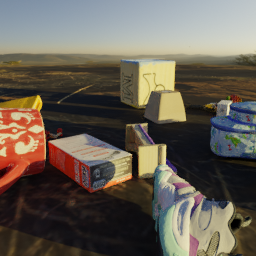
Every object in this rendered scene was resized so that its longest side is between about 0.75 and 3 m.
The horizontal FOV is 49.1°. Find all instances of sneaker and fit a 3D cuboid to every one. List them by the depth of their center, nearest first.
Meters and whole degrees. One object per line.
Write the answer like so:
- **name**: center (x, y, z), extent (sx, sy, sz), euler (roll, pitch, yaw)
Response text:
- **sneaker**: center (1.189, 1.350, 4.574), extent (1.540, 0.856, 2.202), euler (2, 26, 1)

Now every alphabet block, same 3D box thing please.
- **alphabet block**: center (0.970, -2.379, 14.597), extent (2.210, 2.262, 2.221), euler (-6, 18, -23)

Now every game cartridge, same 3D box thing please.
- **game cartridge**: center (-4.068, -0.129, 8.476), extent (2.549, 0.414, 2.247), euler (-12, 32, 4)

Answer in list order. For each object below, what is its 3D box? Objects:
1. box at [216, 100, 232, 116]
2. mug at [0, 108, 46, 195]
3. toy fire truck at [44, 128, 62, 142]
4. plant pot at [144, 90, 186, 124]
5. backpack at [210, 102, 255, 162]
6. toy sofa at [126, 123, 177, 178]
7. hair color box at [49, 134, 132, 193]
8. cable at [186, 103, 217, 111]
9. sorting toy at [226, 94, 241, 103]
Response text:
- **box**: center (4.253, -0.857, 12.368), extent (0.458, 0.584, 0.939), euler (9, 19, 28)
- **mug**: center (-3.307, 0.680, 5.918), extent (2.861, 2.540, 1.909), euler (-5, -20, -30)
- **toy fire truck**: center (-2.565, 0.249, 9.228), extent (0.658, 0.227, 0.933), euler (1, 17, -1)
- **plant pot**: center (1.531, -0.951, 11.654), extent (1.325, 1.174, 1.327), euler (-7, 17, -21)
- **backpack**: center (3.317, 0.045, 7.684), extent (2.038, 1.498, 1.865), euler (-1, 12, 11)
- **toy sofa**: center (0.554, 0.506, 7.292), extent (0.968, 0.821, 1.983), euler (-4, 17, -8)
- **hair color box**: center (-0.973, 0.751, 6.767), extent (1.132, 0.653, 2.042), euler (-12, 19, -36)
- **cable**: center (3.663, -1.085, 13.438), extent (1.698, 0.427, 0.825), euler (15, 18, 41)
- **sorting toy**: center (5.021, -1.181, 13.251), extent (0.508, 0.744, 1.239), euler (2, -2, 4)
